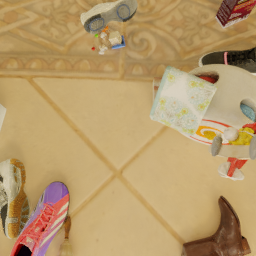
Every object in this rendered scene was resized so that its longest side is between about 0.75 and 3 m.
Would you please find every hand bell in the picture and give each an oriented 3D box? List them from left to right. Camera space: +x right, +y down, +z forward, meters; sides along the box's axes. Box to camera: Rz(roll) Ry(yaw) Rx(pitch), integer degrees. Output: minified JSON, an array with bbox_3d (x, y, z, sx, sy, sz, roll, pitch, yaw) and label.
[{"bbox_3d":[-1.800,3.223,8.276,0.620,0.620,1.191,1,61,0],"label":"hand bell"}]

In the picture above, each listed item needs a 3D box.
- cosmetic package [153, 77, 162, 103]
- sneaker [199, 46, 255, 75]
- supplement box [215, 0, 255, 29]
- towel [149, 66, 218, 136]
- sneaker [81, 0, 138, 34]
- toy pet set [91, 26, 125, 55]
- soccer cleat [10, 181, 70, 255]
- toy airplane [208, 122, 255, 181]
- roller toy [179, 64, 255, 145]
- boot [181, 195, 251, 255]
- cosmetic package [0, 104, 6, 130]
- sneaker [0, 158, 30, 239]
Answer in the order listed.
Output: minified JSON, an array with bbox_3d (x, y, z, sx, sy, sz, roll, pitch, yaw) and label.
[{"bbox_3d":[1.151,-1.099,9.508,0.598,0.505,1.158,0,73,-1],"label":"cosmetic package"},{"bbox_3d":[3.989,-2.418,9.400,2.984,1.480,1.055,4,75,3],"label":"sneaker"},{"bbox_3d":[3.946,-4.499,9.711,1.128,2.073,0.631,-25,75,-7],"label":"supplement box"},{"bbox_3d":[1.345,-0.647,7.135,1.333,1.558,0.375,25,35,11],"label":"towel"},{"bbox_3d":[-0.720,-4.327,10.334,2.300,0.857,1.002,-25,53,-15],"label":"sneaker"},{"bbox_3d":[-0.671,-3.139,10.204,1.048,0.596,1.123,-7,56,25],"label":"toy pet set"},{"bbox_3d":[-2.539,2.915,8.000,0.995,1.067,2.916,22,74,7],"label":"soccer cleat"},{"bbox_3d":[2.423,0.451,6.269,1.434,1.428,1.012,-33,106,26],"label":"toy airplane"},{"bbox_3d":[2.591,-0.516,8.289,2.651,2.418,1.852,17,71,8],"label":"roller toy"},{"bbox_3d":[2.332,3.156,8.218,1.966,0.631,1.832,-20,72,-1],"label":"boot"},{"bbox_3d":[-5.120,0.214,7.768,1.825,2.969,2.960,9,75,1],"label":"cosmetic package"},{"bbox_3d":[-3.651,2.140,8.469,1.022,0.882,2.332,-13,69,12],"label":"sneaker"}]
